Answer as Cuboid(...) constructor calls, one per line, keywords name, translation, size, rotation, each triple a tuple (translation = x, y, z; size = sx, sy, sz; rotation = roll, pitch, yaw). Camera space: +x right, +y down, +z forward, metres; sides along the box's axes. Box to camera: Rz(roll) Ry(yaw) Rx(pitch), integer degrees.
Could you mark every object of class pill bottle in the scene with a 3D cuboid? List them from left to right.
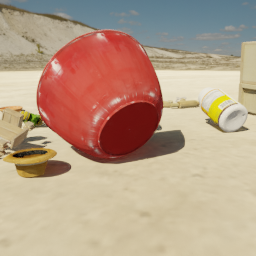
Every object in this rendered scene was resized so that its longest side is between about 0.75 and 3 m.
Cuboid(name="pill bottle", translation=(2.560, -0.582, 7.810), size=(0.813, 0.813, 1.489), rotation=(-4, 32, -16))

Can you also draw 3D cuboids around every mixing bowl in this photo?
Cuboid(name="mixing bowl", translation=(-0.293, -0.355, 5.337), size=(2.548, 2.548, 1.380), rotation=(-8, 42, -31))

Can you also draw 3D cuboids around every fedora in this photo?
Cuboid(name="fedora", translation=(-1.639, 0.598, 4.753), size=(0.923, 0.376, 0.923), rotation=(-4, 10, 1))

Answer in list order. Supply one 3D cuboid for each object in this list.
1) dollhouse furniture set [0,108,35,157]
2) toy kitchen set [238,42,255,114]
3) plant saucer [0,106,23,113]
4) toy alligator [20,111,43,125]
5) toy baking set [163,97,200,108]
Cuboid(name="dollhouse furniture set", translation=(-2.636, 0.269, 5.737), size=(0.825, 0.705, 1.592), rotation=(22, 24, 3))
Cuboid(name="toy kitchen set", translation=(5.558, -1.622, 9.217), size=(2.772, 2.501, 2.262), rotation=(-10, 18, -21))
Cuboid(name="plant saucer", translation=(-4.320, -0.680, 10.350), size=(0.814, 0.152, 0.814), rotation=(-1, 14, 0))
Cuboid(name="toy alligator", translation=(-2.920, -0.247, 8.232), size=(0.524, 0.380, 1.582), rotation=(23, -9, -32))
Cuboid(name="toy baking set", translation=(2.187, -1.135, 11.869), size=(2.487, 0.289, 1.908), rotation=(-5, 15, -20))
